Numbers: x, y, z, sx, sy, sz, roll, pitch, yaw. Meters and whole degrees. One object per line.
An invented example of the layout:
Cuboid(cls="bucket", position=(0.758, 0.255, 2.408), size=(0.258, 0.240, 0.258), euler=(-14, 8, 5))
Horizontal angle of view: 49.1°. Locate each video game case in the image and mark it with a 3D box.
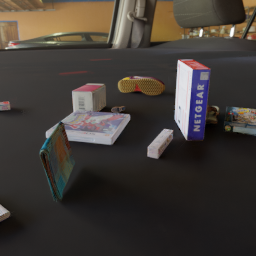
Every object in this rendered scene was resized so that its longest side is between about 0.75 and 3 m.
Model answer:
Cuboid(cls="video game case", position=(-1.434, -0.113, 11.064), size=(2.514, 0.317, 2.759), euler=(5, 21, 12))

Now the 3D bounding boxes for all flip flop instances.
Cuboid(cls="flip flop", position=(3.474, -0.688, 12.050), size=(0.991, 0.703, 2.444), euler=(10, 23, 25))

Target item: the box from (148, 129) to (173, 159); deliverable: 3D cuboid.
Cuboid(cls="box", position=(1.118, 0.488, 9.395), size=(0.368, 0.344, 1.778), euler=(8, 22, 21))

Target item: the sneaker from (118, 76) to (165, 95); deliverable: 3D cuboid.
Cuboid(cls="sneaker", position=(0.921, -2.703, 16.938), size=(2.918, 1.093, 1.314), euler=(9, 28, 21))

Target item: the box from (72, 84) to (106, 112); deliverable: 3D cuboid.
Cuboid(cls="box", position=(-1.799, -1.382, 13.290), size=(0.972, 1.141, 1.784), euler=(5, 20, 15))

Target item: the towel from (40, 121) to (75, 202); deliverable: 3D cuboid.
Cuboid(cls="towel", position=(-1.723, 0.757, 7.122), size=(0.205, 1.388, 1.893), euler=(-9, 21, 4))

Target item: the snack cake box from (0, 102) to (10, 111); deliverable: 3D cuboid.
Cuboid(cls="snack cake box", position=(-6.231, -1.048, 13.618), size=(0.888, 0.299, 0.511), euler=(-9, 20, -24))

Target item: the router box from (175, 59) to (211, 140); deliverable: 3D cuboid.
Cuboid(cls="router box", position=(2.348, -1.128, 10.586), size=(0.629, 2.577, 2.313), euler=(-1, 22, -2))

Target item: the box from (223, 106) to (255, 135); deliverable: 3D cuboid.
Cuboid(cls="box", position=(4.783, -0.330, 11.485), size=(1.529, 0.422, 2.238), euler=(7, 22, 19))

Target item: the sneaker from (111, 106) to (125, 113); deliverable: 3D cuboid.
Cuboid(cls="sneaker", position=(-0.509, -0.856, 13.221), size=(0.338, 0.308, 0.823), euler=(1, 8, 43))

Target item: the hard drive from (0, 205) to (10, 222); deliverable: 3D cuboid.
Cuboid(cls="hard drive", position=(-3.271, 1.814, 6.080), size=(1.252, 0.159, 0.826), euler=(16, 26, 37))
